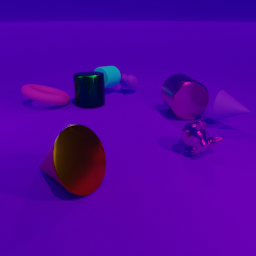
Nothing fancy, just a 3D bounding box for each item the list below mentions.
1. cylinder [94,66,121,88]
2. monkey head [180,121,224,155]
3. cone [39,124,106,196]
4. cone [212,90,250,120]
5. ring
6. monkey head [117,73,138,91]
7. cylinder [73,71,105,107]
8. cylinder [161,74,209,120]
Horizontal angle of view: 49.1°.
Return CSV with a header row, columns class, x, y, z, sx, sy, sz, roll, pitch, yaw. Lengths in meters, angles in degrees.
class,x,y,z,sx,sy,sz,roll,pitch,yaw
cylinder,-0.948,-2.258,12.430,0.914,0.914,0.914,15,22,31
monkey head,1.861,0.188,7.172,0.988,0.828,1.374,-18,-9,-7
cone,-1.504,0.777,6.146,1.467,1.461,1.461,-14,12,35
cone,3.229,-0.592,8.516,0.974,0.971,0.971,17,29,34
ring,-3.212,-1.323,11.015,1.869,0.374,1.869,15,14,-4
monkey head,-0.016,-1.950,12.519,0.765,0.913,1.269,34,7,18
cylinder,-1.500,-1.531,10.934,1.197,1.197,1.197,-1,20,0
cylinder,1.970,-1.124,9.861,1.332,1.332,1.332,-4,23,-9
